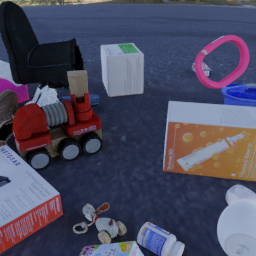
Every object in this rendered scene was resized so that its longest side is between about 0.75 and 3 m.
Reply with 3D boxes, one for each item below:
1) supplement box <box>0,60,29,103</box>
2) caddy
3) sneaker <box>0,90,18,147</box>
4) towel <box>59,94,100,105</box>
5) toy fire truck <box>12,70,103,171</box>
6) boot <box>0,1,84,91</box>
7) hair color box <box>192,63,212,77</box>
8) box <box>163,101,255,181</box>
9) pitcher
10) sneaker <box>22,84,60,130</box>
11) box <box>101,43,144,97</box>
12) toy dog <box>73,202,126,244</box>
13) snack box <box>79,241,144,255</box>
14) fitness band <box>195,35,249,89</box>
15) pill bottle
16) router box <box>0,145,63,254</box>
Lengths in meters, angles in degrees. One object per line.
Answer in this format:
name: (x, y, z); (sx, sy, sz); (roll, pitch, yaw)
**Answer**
supplement box: (-5.910, -2.072, 12.447); (2.896, 1.465, 1.497); (22, 36, 33)
caddy: (4.903, -1.160, 11.090); (2.380, 1.249, 1.682); (8, 32, 14)
sneaker: (-3.998, -0.235, 9.337); (1.011, 0.943, 2.678); (-7, 51, 15)
towel: (-1.963, -1.102, 11.465); (0.960, 0.417, 1.720); (12, 17, 26)
toy fire truck: (-2.001, -0.404, 8.112); (2.540, 2.885, 1.856); (-15, 32, -25)
boot: (-2.636, -2.505, 8.757); (2.273, 2.774, 1.027); (4, 25, 14)
hair color box: (4.088, -3.236, 15.531); (0.670, 0.405, 1.339); (-4, 30, -7)
box: (2.452, 0.338, 8.007); (2.739, 1.704, 1.335); (5, 30, 8)
pitcher: (2.673, 2.070, 5.849); (1.474, 1.042, 1.718); (23, 25, 18)
sneaker: (-2.878, -0.823, 10.943); (1.718, 1.127, 2.986); (10, 38, 0)
box: (-0.304, -2.766, 13.140); (1.683, 1.965, 1.955); (-8, 32, -10)
toy dog: (-0.614, 2.024, 6.216); (1.215, 0.585, 0.802); (14, 33, 23)
snack box: (-0.465, 2.572, 4.904); (1.254, 0.424, 1.058); (-18, 20, 29)
fitness band: (3.032, -2.114, 8.944); (1.949, 1.400, 0.365); (-35, 11, -12)
pill bottle: (0.677, 2.347, 5.750); (0.884, 0.495, 0.495); (20, 35, 30)
router box: (-3.447, 1.712, 6.627); (2.584, 0.703, 2.880); (-26, 39, -38)
